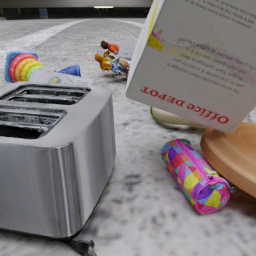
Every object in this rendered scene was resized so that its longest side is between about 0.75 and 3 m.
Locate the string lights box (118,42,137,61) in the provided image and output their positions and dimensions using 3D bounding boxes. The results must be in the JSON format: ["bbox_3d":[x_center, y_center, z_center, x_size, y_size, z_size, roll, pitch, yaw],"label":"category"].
[{"bbox_3d":[0.605,-3.133,12.529,1.166,0.669,2.269,13,3,25],"label":"string lights box"}]

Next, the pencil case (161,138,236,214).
[{"bbox_3d":[1.200,0.797,5.188,0.760,0.760,1.719,-7,24,-14],"label":"pencil case"}]

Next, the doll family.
[{"bbox_3d":[-0.471,-2.722,12.066,1.741,1.264,2.805,7,32,-38],"label":"doll family"}]

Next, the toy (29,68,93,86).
[{"bbox_3d":[-2.174,-0.927,8.619,2.516,1.449,0.594,15,-10,33],"label":"toy"}]

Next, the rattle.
[{"bbox_3d":[1.901,-0.906,7.568,1.767,1.939,2.714,3,13,-39],"label":"rattle"}]

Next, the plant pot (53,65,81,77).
[{"bbox_3d":[-2.080,-1.434,9.482,1.025,1.141,1.141,-8,25,-5],"label":"plant pot"}]

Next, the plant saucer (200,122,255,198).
[{"bbox_3d":[2.818,0.567,5.281,2.865,0.462,2.865,12,24,-6],"label":"plant saucer"}]

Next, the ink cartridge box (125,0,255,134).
[{"bbox_3d":[1.451,-1.774,4.621,2.101,2.854,2.064,20,44,-8],"label":"ink cartridge box"}]

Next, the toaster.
[{"bbox_3d":[-1.559,0.408,4.860,2.912,1.728,2.633,6,27,11],"label":"toaster"}]

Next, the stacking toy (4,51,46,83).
[{"bbox_3d":[-3.448,-1.949,10.659,2.417,1.326,1.403,29,26,28],"label":"stacking toy"}]
